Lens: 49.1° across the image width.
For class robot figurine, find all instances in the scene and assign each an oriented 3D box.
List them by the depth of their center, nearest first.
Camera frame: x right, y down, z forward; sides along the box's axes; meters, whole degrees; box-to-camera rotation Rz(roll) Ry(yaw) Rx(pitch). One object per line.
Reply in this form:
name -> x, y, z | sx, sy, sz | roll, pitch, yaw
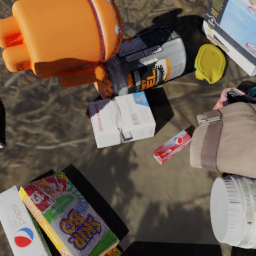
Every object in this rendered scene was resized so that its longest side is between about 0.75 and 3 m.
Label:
robot figurine -> -1.386, -2.171, 6.320 | 2.952, 1.721, 2.123 | -20, 54, -18

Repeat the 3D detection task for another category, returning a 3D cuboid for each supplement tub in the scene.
supplement tub -> 0.266, -1.975, 8.694 | 2.726, 1.670, 1.670 | -23, 61, -12

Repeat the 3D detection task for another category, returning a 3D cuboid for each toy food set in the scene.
toy food set -> 2.719, -2.227, 9.564 | 1.056, 0.586, 1.795 | 31, 62, -9

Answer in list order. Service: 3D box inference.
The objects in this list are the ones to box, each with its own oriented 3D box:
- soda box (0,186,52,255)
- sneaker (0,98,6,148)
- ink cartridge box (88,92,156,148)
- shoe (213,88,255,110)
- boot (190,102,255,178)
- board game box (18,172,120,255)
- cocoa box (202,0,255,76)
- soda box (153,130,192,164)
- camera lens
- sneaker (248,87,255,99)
soda box -> -2.456, 2.365, 6.538 | 0.618, 0.661, 1.941 | -28, 62, -17
sneaker -> -3.110, -0.255, 4.992 | 1.287, 2.753, 0.969 | -5, 73, -7
ink cartridge box -> -0.200, -0.247, 8.151 | 1.702, 0.717, 1.230 | -12, 58, -7
shoe -> 3.288, 0.239, 7.501 | 1.018, 1.296, 2.849 | -23, 60, -14
boot -> 2.173, 0.536, 5.002 | 2.089, 1.004, 2.857 | -4, 36, 20
board game box -> -1.320, 2.161, 6.521 | 2.573, 0.386, 1.229 | 45, 34, 22
cocoa box -> 4.255, -3.584, 9.591 | 1.865, 1.835, 2.796 | -25, 61, -15
soda box -> 1.252, 0.535, 7.855 | 1.116, 0.391, 0.354 | -33, 63, -19
camera lens -> 3.027, 1.877, 6.303 | 1.972, 1.578, 1.578 | 3, 58, 2
sneaker -> 3.812, -0.858, 8.414 | 1.465, 0.613, 0.885 | 14, 45, -32
